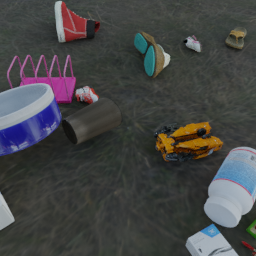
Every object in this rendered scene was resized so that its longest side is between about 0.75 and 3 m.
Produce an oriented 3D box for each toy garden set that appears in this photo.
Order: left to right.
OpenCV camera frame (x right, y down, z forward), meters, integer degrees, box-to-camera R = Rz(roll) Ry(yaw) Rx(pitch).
[{"bbox_3d":[3.250,2.659,5.984,1.269,0.304,1.523,-30,52,-28],"label":"toy garden set"}]

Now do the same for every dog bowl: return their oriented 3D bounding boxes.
[{"bbox_3d":[-3.115,-0.302,7.666,2.431,0.957,2.431,-13,28,7],"label":"dog bowl"}]

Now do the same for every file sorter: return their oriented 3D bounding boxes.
[{"bbox_3d":[-2.950,-1.749,9.709,1.964,1.232,1.365,-1,46,-1],"label":"file sorter"}]

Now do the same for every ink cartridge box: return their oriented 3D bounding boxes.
[{"bbox_3d":[-3.805,1.700,6.570,1.413,0.851,1.945,-30,51,-23],"label":"ink cartridge box"},{"bbox_3d":[1.877,2.753,5.850,0.717,0.413,1.239,-21,49,-20],"label":"ink cartridge box"}]

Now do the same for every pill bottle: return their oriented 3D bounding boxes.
[{"bbox_3d":[2.593,1.394,6.760,1.025,1.025,1.886,27,52,24],"label":"pill bottle"}]

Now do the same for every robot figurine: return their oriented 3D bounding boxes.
[{"bbox_3d":[1.662,0.425,8.053,1.870,0.544,1.356,-12,47,-12],"label":"robot figurine"}]

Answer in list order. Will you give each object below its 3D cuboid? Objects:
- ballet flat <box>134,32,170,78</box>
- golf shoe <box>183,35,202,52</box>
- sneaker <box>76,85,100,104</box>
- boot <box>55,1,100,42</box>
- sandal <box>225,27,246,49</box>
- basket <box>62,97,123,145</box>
[{"bbox_3d":[1.065,-2.946,11.254,1.044,0.979,2.886,5,38,-21],"label":"ballet flat"},{"bbox_3d":[2.814,-3.568,12.110,0.557,0.439,1.210,-19,40,0],"label":"golf shoe"},{"bbox_3d":[-1.375,-0.977,9.532,0.670,0.417,1.250,-18,45,-16],"label":"sneaker"},{"bbox_3d":[-2.399,-5.086,13.221,1.984,0.996,2.750,-10,54,-10],"label":"boot"},{"bbox_3d":[4.919,-4.167,12.575,0.796,0.535,1.981,20,49,19],"label":"sandal"},{"bbox_3d":[-1.096,-0.184,8.153,1.439,0.978,1.297,-29,18,-29],"label":"basket"}]
